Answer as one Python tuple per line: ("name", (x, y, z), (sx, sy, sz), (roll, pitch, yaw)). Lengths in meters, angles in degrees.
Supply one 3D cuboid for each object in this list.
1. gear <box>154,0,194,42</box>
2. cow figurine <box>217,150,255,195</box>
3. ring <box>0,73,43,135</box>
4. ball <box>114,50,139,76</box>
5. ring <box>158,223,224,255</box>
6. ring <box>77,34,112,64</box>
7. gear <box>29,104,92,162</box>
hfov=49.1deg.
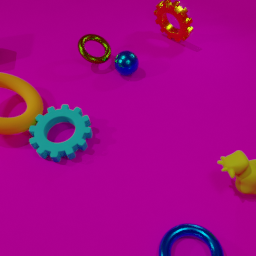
("gear", (1.553, -3.686, 9.655), (1.512, 1.512, 0.280), (37, 74, 27))
("cow figurine", (2.400, 0.973, 5.862), (1.086, 1.103, 0.606), (-5, 36, -3))
("ring", (-3.296, -0.690, 7.358), (2.097, 0.419, 2.097), (19, 42, -18))
("ball", (-0.047, -2.027, 8.753), (0.777, 0.777, 0.777), (0, 50, 0))
("ring", (1.177, 2.363, 5.258), (1.213, 0.243, 1.213), (-5, 42, 5))
("ring", (-1.059, -2.532, 8.940), (1.113, 0.223, 1.113), (9, 64, -20))
("gear", (-1.695, 0.103, 7.092), (1.529, 0.283, 1.529), (-1, 57, 2))
